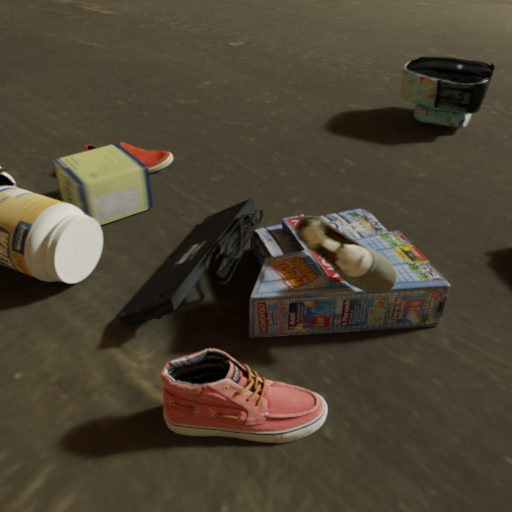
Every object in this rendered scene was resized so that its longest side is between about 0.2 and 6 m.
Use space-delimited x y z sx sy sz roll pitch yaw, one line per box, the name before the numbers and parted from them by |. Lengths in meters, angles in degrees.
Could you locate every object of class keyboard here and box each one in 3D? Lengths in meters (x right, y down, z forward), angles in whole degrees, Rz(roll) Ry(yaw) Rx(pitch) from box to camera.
keyboard | -0.907 0.140 10.225 1.809 0.689 3.475 -18 25 37

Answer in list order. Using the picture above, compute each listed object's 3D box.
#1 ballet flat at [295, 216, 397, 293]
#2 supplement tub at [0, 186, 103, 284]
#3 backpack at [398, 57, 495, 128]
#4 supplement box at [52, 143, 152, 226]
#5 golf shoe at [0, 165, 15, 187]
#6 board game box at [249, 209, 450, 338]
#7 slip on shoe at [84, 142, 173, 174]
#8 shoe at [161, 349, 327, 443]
ballet flat | 1.318 -0.035 8.771 1.937 0.653 0.617 38 9 40
supplement tub | -4.004 -0.374 10.252 2.016 1.458 1.458 17 40 21
backpack | 5.195 -4.677 15.665 2.326 1.751 2.065 19 38 16
supplement box | -3.309 -1.544 12.110 1.528 1.027 1.530 -23 41 -29
golf shoe | -6.131 -1.673 12.370 1.524 1.254 3.226 -2 43 -21
board game box | 1.107 0.229 9.857 3.127 0.965 3.129 -11 39 -16
slip on shoe | -3.129 -2.393 13.582 2.182 0.668 0.808 -1 35 -4
shoe | -0.154 1.887 7.603 2.289 1.041 0.818 0 37 0
